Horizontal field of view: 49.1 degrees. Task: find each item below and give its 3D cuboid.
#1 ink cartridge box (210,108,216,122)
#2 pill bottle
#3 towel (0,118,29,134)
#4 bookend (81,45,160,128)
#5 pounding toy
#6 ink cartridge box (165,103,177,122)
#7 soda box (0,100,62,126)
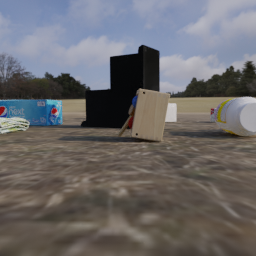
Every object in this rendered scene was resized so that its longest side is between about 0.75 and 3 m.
[{"bbox_3d":[4.200,-0.567,12.428,0.620,0.623,0.857,-3,5,-38],"label":"ink cartridge box"},{"bbox_3d":[2.524,-0.259,6.246,0.841,0.841,1.613,0,4,4],"label":"pill bottle"},{"bbox_3d":[-3.559,-0.086,7.085,1.639,0.395,1.403,0,3,8],"label":"towel"},{"bbox_3d":[-0.281,-1.226,9.073,2.429,2.413,1.119,1,5,31],"label":"bookend"},{"bbox_3d":[0.260,-0.210,5.418,0.785,1.016,1.104,10,5,-2],"label":"pounding toy"},{"bbox_3d":[1.045,-0.715,12.901,1.499,0.870,2.031,-2,6,-29],"label":"ink cartridge box"},{"bbox_3d":[-3.946,-0.584,10.510,2.883,0.925,0.978,2,4,21],"label":"soda box"}]
